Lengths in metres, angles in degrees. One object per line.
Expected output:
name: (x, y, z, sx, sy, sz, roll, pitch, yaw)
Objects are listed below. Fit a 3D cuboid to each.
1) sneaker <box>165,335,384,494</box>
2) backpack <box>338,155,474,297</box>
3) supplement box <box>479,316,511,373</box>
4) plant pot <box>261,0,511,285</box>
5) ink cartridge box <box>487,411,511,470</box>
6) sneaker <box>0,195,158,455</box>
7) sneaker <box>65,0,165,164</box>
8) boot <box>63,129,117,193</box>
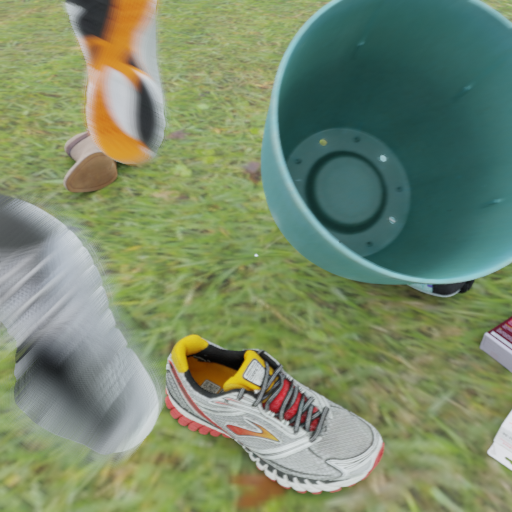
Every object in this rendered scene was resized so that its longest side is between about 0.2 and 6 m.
sneaker: (0.094, 1.739, 6.342, 2.721, 1.118, 1.059, 17, 43, 18)
backpack: (2.265, -0.962, 8.897, 2.907, 2.188, 2.580, 19, 43, 29)
supplement box: (3.642, 1.119, 7.706, 1.008, 0.307, 0.549, -24, 45, -25)
plant pot: (1.265, -0.943, 5.825, 2.730, 2.191, 2.730, 2, 81, -10)
ink cartridge box: (3.222, 2.072, 6.547, 0.592, 0.343, 1.017, 31, 49, 32)
sneaker: (-1.572, 0.414, 4.194, 0.921, 1.418, 2.455, -36, 85, -9)
sneaker: (-1.829, -2.713, 7.600, 1.165, 3.078, 1.416, -2, 0, -5)
boot: (-3.346, -1.986, 11.207, 1.497, 0.719, 2.048, 22, 44, 33)
